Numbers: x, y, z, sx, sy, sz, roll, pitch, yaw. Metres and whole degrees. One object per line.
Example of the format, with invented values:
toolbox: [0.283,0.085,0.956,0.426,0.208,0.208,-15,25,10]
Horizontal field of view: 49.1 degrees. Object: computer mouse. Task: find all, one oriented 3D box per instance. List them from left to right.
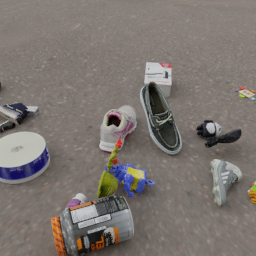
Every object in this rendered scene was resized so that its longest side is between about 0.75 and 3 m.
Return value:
computer mouse: [3.607,0.413,10.221,1.481,1.026,0.390,-18,81,-30]

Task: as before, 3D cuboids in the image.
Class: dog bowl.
dog bowl: [-3.782,0.990,9.798,1.941,0.765,1.941,0,37,0]

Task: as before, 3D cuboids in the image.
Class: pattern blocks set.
pattern blocks set: [5.995,-1.743,14.122,1.042,0.096,1.186,-30,46,-34]

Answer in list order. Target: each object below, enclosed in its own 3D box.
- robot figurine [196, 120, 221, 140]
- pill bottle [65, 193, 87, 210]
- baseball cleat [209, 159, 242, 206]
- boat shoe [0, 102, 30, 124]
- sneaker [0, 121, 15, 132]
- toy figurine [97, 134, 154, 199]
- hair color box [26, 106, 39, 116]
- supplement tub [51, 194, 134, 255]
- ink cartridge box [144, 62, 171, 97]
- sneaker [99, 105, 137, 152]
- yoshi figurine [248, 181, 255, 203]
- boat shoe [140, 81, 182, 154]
robot figurine: [3.241,0.074,11.199,0.942,0.708,0.588,-1,15,-2]
pill bottle: [-1.534,2.341,8.192,0.476,0.476,0.847,11,37,15]
baseball cleat: [3.172,1.677,8.934,1.033,0.677,1.940,5,37,7]
boat shoe: [-5.115,-0.821,12.283,1.746,0.652,0.810,26,60,19]
sneaker: [-5.032,-0.042,11.615,0.402,0.287,0.811,8,32,19]
toy figurine: [0.119,1.368,8.600,1.646,1.449,2.747,23,11,-1]
hair color box: [-4.522,-0.774,12.651,0.853,0.259,0.422,2,36,5]
supplement tub: [-0.926,2.545,7.302,1.958,1.200,1.200,-13,38,-15]
ink cartridge box: [1.523,-2.496,14.318,1.338,0.776,1.854,4,47,4]
sneaker: [-0.325,-0.256,11.150,1.086,1.178,2.670,9,37,13]
yoshi figurine: [4.183,1.919,8.784,0.549,0.551,0.981,37,45,18]
boat shoe: [1.171,-0.371,10.367,1.030,1.014,2.859,-24,80,-8]
